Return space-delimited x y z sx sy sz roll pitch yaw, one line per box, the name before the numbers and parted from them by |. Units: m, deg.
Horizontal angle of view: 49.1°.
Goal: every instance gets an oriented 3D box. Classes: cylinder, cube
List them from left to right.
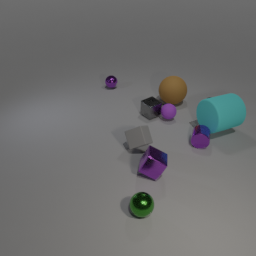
cube | 0.406 0.342 10.411 0.700 0.700 0.700 -19 -6 26
cube | 1.053 -0.919 12.843 0.700 0.700 0.700 -24 44 -28
cube | 0.826 1.136 9.182 0.700 0.700 0.700 27 28 -7
cylinder | 2.832 0.339 10.890 0.700 0.700 0.700 9 33 14
cylinder | 3.753 -0.602 11.355 1.400 1.400 1.400 -14 34 -22

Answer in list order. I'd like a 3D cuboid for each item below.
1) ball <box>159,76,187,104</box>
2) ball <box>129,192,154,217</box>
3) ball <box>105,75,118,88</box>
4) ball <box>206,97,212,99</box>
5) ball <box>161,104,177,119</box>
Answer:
ball | 2.217 -1.872 13.848 1.400 1.400 1.400 0 31 0
ball | 0.391 2.147 7.868 0.700 0.700 0.700 0 31 0
ball | -0.931 -2.592 15.676 0.700 0.700 0.700 0 31 0
ball | 3.869 -1.097 13.147 0.700 0.700 0.700 0 31 0
ball | 1.827 -0.742 12.579 0.700 0.700 0.700 0 31 0
